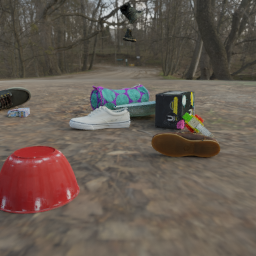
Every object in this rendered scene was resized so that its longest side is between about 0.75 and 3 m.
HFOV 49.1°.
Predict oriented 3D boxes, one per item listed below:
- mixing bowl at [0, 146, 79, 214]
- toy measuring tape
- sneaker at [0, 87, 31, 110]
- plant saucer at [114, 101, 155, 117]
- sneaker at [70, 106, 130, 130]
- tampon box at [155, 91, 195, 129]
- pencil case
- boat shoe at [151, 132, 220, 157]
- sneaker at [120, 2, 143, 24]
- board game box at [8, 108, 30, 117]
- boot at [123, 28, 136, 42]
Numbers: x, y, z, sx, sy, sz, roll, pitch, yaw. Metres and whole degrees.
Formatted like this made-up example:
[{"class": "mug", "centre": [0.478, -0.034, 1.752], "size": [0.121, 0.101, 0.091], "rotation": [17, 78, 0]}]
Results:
[{"class": "mixing bowl", "centre": [-1.387, 0.681, 4.261], "size": [1.272, 0.689, 1.272], "rotation": [1, 13, 0]}, {"class": "toy measuring tape", "centre": [2.089, 0.006, 8.140], "size": [0.566, 0.566, 1.538], "rotation": [-5, 29, -21]}, {"class": "sneaker", "centre": [-5.626, -1.193, 12.844], "size": [2.605, 0.974, 1.384], "rotation": [-16, 25, -30]}, {"class": "plant saucer", "centre": [0.639, -0.765, 11.111], "size": [2.434, 0.469, 2.434], "rotation": [-6, 6, 1]}, {"class": "sneaker", "centre": [-0.896, -0.357, 9.054], "size": [1.976, 0.699, 0.722], "rotation": [-4, 13, -18]}, {"class": "tampon box", "centre": [1.606, -0.652, 9.444], "size": [0.933, 1.107, 1.478], "rotation": [5, 14, 27]}, {"class": "pencil case", "centre": [-0.356, -1.344, 12.548], "size": [2.563, 1.184, 1.091], "rotation": [-9, 17, -31]}, {"class": "boat shoe", "centre": [1.257, 0.355, 6.224], "size": [1.481, 0.521, 0.521], "rotation": [9, 17, 3]}, {"class": "sneaker", "centre": [0.146, -4.918, 11.820], "size": [0.550, 0.825, 1.440], "rotation": [-36, 14, 30]}, {"class": "board game box", "centre": [-4.403, -0.619, 11.327], "size": [0.875, 0.270, 0.874], "rotation": [-5, 12, -23]}, {"class": "boot", "centre": [0.114, -4.097, 12.327], "size": [0.777, 0.537, 0.301], "rotation": [26, 9, 39]}]
